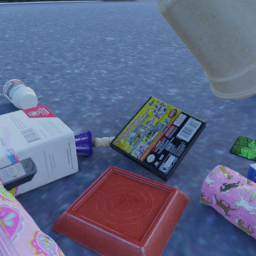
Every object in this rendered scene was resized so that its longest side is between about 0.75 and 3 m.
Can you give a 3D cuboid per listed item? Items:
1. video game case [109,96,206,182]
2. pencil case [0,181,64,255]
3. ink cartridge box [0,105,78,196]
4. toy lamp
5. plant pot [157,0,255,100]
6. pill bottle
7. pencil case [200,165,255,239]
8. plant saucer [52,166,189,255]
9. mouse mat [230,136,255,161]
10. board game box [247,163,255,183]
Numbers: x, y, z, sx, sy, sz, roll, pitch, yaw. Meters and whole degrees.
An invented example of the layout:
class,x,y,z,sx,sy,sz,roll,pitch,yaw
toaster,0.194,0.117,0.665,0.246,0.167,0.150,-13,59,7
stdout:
class,x,y,z,sx,sy,sz,roll,pitch,yaw
video game case,0.722,0.170,6.688,1.602,0.226,1.773,29,64,24
pencil case,-1.836,1.670,4.011,1.184,1.184,2.709,-25,39,-37
ink cartridge box,-2.649,0.542,6.076,2.567,1.099,1.894,-20,35,-28
toy lamp,-0.301,0.319,6.972,2.280,0.664,0.664,-4,29,-10
plant pot,2.255,-2.625,6.432,2.721,2.972,2.972,36,22,-20
pill bottle,-3.539,-1.069,9.291,0.768,0.768,1.388,-21,36,-32
pencil case,2.223,1.384,4.892,0.847,0.811,1.958,-14,30,-41
plant saucer,-0.069,1.462,5.218,1.946,0.358,1.950,15,33,25
mouse mat,3.149,0.524,7.213,0.809,0.038,1.006,18,35,29
board game box,3.820,1.200,5.599,1.911,0.417,1.921,-11,31,-19
